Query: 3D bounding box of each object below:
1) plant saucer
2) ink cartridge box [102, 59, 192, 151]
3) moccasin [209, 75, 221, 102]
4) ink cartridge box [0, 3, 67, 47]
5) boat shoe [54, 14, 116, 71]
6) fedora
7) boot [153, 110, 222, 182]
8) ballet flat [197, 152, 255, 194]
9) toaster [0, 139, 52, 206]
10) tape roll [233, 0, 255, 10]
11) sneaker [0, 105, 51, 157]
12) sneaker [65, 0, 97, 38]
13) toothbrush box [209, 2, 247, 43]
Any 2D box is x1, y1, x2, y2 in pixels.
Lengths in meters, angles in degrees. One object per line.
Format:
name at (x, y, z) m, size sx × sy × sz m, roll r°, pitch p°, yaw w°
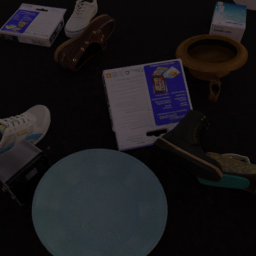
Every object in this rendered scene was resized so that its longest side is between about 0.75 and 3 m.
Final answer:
plant saucer at (-0.559, 1.645, 5.888) m, size 2.742 × 0.528 × 2.742 m, roll 5°, pitch 45°, yaw -5°
ink cartridge box at (0.575, -0.629, 7.589) m, size 2.210 × 0.484 × 2.231 m, roll -10°, pitch 81°, yaw -7°
moccasin at (2.506, -1.186, 8.069) m, size 0.332 × 0.351 × 0.908 m, roll 20°, pitch 57°, yaw 7°
ink cartridge box at (-3.403, -3.829, 10.310) m, size 1.883 × 0.412 × 1.900 m, roll 11°, pitch 55°, yaw 8°
boat shoe at (-1.188, -2.774, 9.245) m, size 0.910 × 0.911 × 2.589 m, roll 32°, pitch 66°, yaw 22°
fedora at (2.541, -2.087, 8.689) m, size 2.118 × 0.864 × 2.118 m, roll -4°, pitch 49°, yaw 5°
boot at (1.592, 0.239, 6.311) m, size 1.403 × 0.785 × 2.028 m, roll -45°, pitch 35°, yaw -10°
ballet flat at (2.821, 1.047, 6.261) m, size 2.522 × 0.891 × 0.891 m, roll 11°, pitch 53°, yaw 17°
toaster at (-2.273, 0.947, 6.227) m, size 0.706 × 1.076 × 1.190 m, roll 32°, pitch 59°, yaw 22°
tape roll at (5.233, -5.558, 11.542) m, size 1.684 × 0.589 × 1.684 m, roll 0°, pitch 52°, yaw 0°
sneaker at (-2.819, 0.097, 7.012) m, size 0.836 × 0.883 × 2.185 m, roll 27°, pitch 56°, yaw 21°
sneaker at (-1.769, -4.253, 10.382) m, size 0.853 × 0.827 × 2.336 m, roll 10°, pitch 53°, yaw 7°
toothbrush box at (3.631, -3.852, 10.184) m, size 1.119 × 0.652 × 1.529 m, roll 12°, pitch 53°, yaw 9°
